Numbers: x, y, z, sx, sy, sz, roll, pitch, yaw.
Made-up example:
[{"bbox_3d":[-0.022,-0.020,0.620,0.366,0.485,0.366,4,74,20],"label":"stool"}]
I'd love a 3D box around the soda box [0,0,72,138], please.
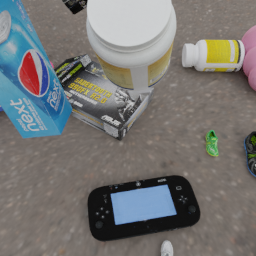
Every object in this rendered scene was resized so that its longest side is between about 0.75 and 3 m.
[{"bbox_3d":[-1.995,-1.058,5.078,0.908,2.678,0.859,-4,43,16],"label":"soda box"}]

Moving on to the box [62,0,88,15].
[{"bbox_3d":[-1.747,-4.193,7.460,0.809,1.539,1.879,-31,100,4],"label":"box"}]

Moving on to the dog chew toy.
[{"bbox_3d":[4.458,-2.209,9.126,1.555,1.555,2.497,10,62,7],"label":"dog chew toy"}]

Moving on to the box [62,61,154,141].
[{"bbox_3d":[-0.719,-0.936,8.688,2.454,0.593,1.943,28,59,18],"label":"box"}]

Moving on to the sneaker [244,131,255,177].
[{"bbox_3d":[3.476,0.711,7.501,0.512,0.599,1.445,-1,54,1],"label":"sneaker"}]

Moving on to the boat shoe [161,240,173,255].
[{"bbox_3d":[0.845,2.861,6.156,0.279,0.266,0.776,11,55,8],"label":"boat shoe"}]

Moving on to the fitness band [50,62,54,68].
[{"bbox_3d":[-3.260,-2.107,8.413,1.730,0.451,2.409,4,29,-48],"label":"fitness band"}]

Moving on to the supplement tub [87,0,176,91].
[{"bbox_3d":[0.089,-1.659,5.198,1.520,2.105,1.520,-1,81,4],"label":"supplement tub"}]

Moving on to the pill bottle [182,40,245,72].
[{"bbox_3d":[2.840,-2.451,9.512,1.878,1.045,1.045,0,54,-1],"label":"pill bottle"}]

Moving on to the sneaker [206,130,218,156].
[{"bbox_3d":[2.362,0.416,7.873,0.305,0.344,0.824,-1,55,-2],"label":"sneaker"}]

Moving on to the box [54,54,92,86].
[{"bbox_3d":[-2.044,-1.838,9.107,1.342,0.330,1.390,7,47,46],"label":"box"}]

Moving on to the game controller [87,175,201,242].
[{"bbox_3d":[0.351,1.865,6.705,2.606,0.549,1.359,-8,55,-6],"label":"game controller"}]

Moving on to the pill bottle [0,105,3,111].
[{"bbox_3d":[-4.396,-1.044,8.218,2.653,1.486,1.486,-24,58,-17],"label":"pill bottle"}]
